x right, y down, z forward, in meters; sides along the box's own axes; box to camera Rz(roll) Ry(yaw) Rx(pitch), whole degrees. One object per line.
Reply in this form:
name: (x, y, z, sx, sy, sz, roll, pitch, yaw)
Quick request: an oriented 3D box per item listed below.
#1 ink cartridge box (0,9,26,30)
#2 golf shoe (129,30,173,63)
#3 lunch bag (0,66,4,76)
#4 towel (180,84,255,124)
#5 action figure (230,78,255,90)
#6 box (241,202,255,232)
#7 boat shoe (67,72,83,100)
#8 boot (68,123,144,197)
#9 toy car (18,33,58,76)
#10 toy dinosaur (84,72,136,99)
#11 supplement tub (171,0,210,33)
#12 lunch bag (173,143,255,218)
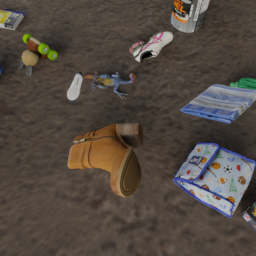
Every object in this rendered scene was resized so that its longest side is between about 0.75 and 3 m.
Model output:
ink cartridge box: (-5.434, -5.009, 12.662, 1.219, 0.290, 1.234, 12, 61, 8)
golf shoe: (1.069, -3.247, 11.361, 1.921, 0.697, 0.884, -29, 66, -7)
lunch bag: (-5.404, -2.316, 10.700, 1.128, 0.767, 0.746, 23, 60, 15)
towel: (2.746, -0.798, 8.249, 1.593, 0.258, 2.169, 17, 35, 36)
action figure: (4.828, -1.393, 10.246, 2.124, 0.581, 1.255, 16, 61, 18)
box: (4.564, 2.865, 7.686, 1.601, 0.442, 2.344, -29, 63, -17)
boat shoe: (-1.350, -1.099, 7.368, 0.303, 0.842, 0.299, 26, 37, -11)
boot: (-0.743, 0.924, 7.864, 2.186, 1.041, 2.826, -10, 29, 15)
toy car: (-3.731, -2.773, 11.064, 1.156, 1.110, 1.407, 35, 93, 23)
toy dinosaur: (-0.563, -1.870, 10.479, 1.562, 0.904, 1.722, -13, 44, -32)
supplement tub: (2.654, -5.348, 11.600, 1.476, 2.409, 1.476, 0, 58, 0)
lunch bag: (2.497, 1.374, 8.232, 1.877, 1.163, 1.596, 26, 61, 30)
